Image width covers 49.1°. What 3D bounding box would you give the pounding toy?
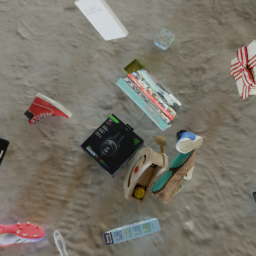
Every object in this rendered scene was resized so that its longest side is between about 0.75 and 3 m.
[{"bbox_3d":[0.949,1.514,9.850,1.416,1.412,2.469,23,90,-17],"label":"pounding toy"}]

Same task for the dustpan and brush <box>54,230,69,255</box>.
[{"bbox_3d":[-1.919,4.720,9.352,1.885,0.773,2.701,-22,74,-6],"label":"dustpan and brush"}]

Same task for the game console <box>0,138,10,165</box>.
[{"bbox_3d":[-5.328,0.903,10.865,1.022,0.676,1.162,23,73,-24],"label":"game console"}]

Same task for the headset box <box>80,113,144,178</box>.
[{"bbox_3d":[-0.526,0.631,10.549,1.631,0.869,1.873,42,78,12],"label":"headset box"}]

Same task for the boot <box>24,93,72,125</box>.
[{"bbox_3d":[-3.182,-0.489,11.041,1.756,0.636,1.267,26,75,16],"label":"boot"}]

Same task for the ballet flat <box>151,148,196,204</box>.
[{"bbox_3d":[1.817,1.733,10.228,2.518,0.857,0.847,-44,102,-24],"label":"ballet flat"}]

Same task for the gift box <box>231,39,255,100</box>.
[{"bbox_3d":[5.154,-2.185,10.961,1.844,1.974,1.822,-2,67,-17],"label":"gift box"}]

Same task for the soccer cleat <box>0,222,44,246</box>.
[{"bbox_3d":[-3.978,3.776,9.791,2.070,0.690,0.791,5,114,-8],"label":"soccer cleat"}]

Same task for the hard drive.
[{"bbox_3d":[-0.973,-4.119,10.473,1.244,1.886,0.248,7,63,44],"label":"hard drive"}]

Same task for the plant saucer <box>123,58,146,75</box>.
[{"bbox_3d":[0.309,-2.436,11.839,0.776,0.186,0.778,-41,77,-11],"label":"plant saucer"}]

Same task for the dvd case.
[{"bbox_3d":[0.904,-1.153,9.913,2.145,2.939,0.323,45,117,0],"label":"dvd case"}]

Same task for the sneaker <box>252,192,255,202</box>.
[{"bbox_3d":[5.653,2.087,10.067,2.565,0.967,1.017,-34,74,-10],"label":"sneaker"}]

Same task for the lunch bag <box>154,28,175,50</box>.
[{"bbox_3d":[1.590,-3.840,12.188,0.700,0.336,0.873,34,76,7],"label":"lunch bag"}]

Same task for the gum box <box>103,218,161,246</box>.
[{"bbox_3d":[0.132,3.432,9.359,1.780,1.512,0.396,-15,74,-4],"label":"gum box"}]

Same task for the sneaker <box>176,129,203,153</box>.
[{"bbox_3d":[1.975,0.449,10.104,0.831,1.494,0.573,26,116,39],"label":"sneaker"}]
